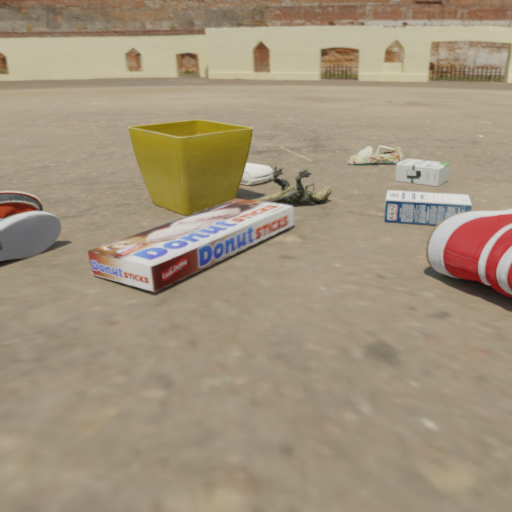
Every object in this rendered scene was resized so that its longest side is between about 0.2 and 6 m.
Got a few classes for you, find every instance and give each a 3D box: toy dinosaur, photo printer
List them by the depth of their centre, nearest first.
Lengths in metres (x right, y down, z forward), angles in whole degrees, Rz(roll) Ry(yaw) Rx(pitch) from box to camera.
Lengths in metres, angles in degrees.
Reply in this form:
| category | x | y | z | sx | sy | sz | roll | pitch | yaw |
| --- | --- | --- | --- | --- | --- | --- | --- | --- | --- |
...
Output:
| category | x | y | z | sx | sy | sz | roll | pitch | yaw |
| --- | --- | --- | --- | --- | --- | --- | --- | --- | --- |
| toy dinosaur | 0.712 | -1.420 | 11.848 | 1.997 | 0.880 | 0.474 | -4 | 39 | -9 |
| photo printer | -0.214 | -2.080 | 14.173 | 1.136 | 0.395 | 0.945 | 16 | 26 | 38 |

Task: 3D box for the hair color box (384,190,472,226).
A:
| category | x | y | z | sx | sy | sz | roll | pitch | yaw |
| --- | --- | --- | --- | --- | --- | --- | --- | --- | --- |
| hair color box | 3.352 | -0.933 | 11.030 | 1.588 | 0.480 | 0.794 | 6 | 21 | 14 |

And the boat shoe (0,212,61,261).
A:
| category | x | y | z | sx | sy | sz | roll | pitch | yaw |
| --- | --- | --- | --- | --- | --- | --- | --- | --- | --- |
| boat shoe | -4.151 | -0.265 | 8.812 | 0.626 | 0.759 | 2.212 | 25 | 33 | 28 |

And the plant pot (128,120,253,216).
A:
| category | x | y | z | sx | sy | sz | roll | pitch | yaw |
| --- | --- | --- | --- | --- | --- | --- | --- | --- | --- |
| plant pot | -1.352 | -1.876 | 11.839 | 1.900 | 1.676 | 1.901 | -18 | 27 | -39 |

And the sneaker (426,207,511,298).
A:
| category | x | y | z | sx | sy | sz | roll | pitch | yaw |
| --- | --- | --- | --- | --- | --- | --- | --- | --- | --- |
| sneaker | 4.489 | -0.203 | 7.984 | 3.586 | 1.277 | 2.017 | -16 | 21 | -19 |

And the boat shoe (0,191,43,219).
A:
| category | x | y | z | sx | sy | sz | roll | pitch | yaw |
| --- | --- | --- | --- | --- | --- | --- | --- | --- | --- |
| boat shoe | -4.827 | -0.542 | 9.546 | 2.345 | 0.835 | 0.734 | -12 | 26 | -23 |

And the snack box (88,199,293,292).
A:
| category | x | y | z | sx | sy | sz | roll | pitch | yaw |
| --- | --- | --- | --- | --- | --- | --- | --- | --- | --- |
| snack box | -0.899 | -0.312 | 9.405 | 1.339 | 0.453 | 3.724 | 12 | 24 | 33 |

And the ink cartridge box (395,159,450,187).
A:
| category | x | y | z | sx | sy | sz | roll | pitch | yaw |
| --- | --- | --- | --- | --- | --- | --- | --- | --- | --- |
| ink cartridge box | 4.196 | -2.115 | 14.158 | 1.131 | 0.470 | 0.829 | 15 | 25 | 34 |

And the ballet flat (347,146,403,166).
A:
| category | x | y | z | sx | sy | sz | roll | pitch | yaw |
| --- | --- | --- | --- | --- | --- | --- | --- | --- | --- |
| ballet flat | 3.443 | -2.910 | 16.187 | 1.650 | 0.527 | 0.624 | -3 | 21 | -7 |
